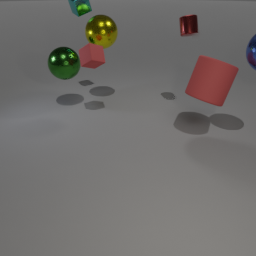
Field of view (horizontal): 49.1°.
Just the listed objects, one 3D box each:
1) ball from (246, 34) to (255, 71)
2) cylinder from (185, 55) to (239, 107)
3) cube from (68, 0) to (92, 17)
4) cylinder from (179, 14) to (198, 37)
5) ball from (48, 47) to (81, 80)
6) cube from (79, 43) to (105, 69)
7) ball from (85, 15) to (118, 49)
[{"bbox_3d":[4.444,-2.408,8.763,1.400,1.400,1.400,0,28,0],"label":"ball"},{"bbox_3d":[2.893,-1.641,9.765,1.400,1.400,1.400,18,15,-5],"label":"cylinder"},{"bbox_3d":[-2.106,-5.396,12.215,0.700,0.700,0.700,-32,47,-15],"label":"cube"},{"bbox_3d":[2.393,-4.018,11.022,0.700,0.700,0.700,-6,9,1],"label":"cylinder"},{"bbox_3d":[-2.751,-2.791,12.103,1.400,1.400,1.400,0,28,0],"label":"ball"},{"bbox_3d":[-1.401,-2.789,10.900,0.700,0.700,0.700,-16,-9,43],"label":"cube"},{"bbox_3d":[-1.135,-4.107,11.995,1.400,1.400,1.400,0,28,0],"label":"ball"}]
